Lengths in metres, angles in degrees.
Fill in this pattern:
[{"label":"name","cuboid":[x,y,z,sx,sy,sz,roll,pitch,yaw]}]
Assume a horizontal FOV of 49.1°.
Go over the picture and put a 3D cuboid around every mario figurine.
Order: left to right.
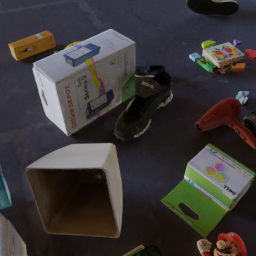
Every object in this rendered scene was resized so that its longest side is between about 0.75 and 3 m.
[{"label":"mario figurine","cuboid":[1.794,2.785,5.734,1.035,0.889,1.677,31,56,25]}]

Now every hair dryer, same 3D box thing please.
[{"label":"hair dryer","cuboid":[3.410,-0.143,8.627,2.639,0.717,2.010,3,48,4]}]

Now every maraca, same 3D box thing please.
[{"label":"maraca","cuboid":[-2.027,-2.764,10.914,1.796,0.961,1.231,-28,73,-27]}]

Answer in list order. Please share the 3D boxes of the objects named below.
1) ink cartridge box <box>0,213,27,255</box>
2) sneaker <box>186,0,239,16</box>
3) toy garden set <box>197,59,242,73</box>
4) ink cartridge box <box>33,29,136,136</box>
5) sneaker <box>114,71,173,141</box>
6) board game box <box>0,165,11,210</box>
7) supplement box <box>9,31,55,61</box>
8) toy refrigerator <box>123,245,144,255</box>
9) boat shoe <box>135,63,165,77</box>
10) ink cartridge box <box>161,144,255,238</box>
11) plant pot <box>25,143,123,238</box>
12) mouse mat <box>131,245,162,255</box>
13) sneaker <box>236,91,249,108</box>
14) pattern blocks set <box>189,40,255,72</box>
[{"label":"ink cartridge box","cuboid":[-3.146,2.937,4.935,2.410,1.760,1.768,-16,49,-13]},{"label":"sneaker","cuboid":[4.324,-6.761,14.594,2.653,1.109,1.602,8,51,-4]},{"label":"toy garden set","cuboid":[3.767,-2.643,11.284,1.455,0.290,1.213,-19,49,-17]},{"label":"ink cartridge box","cuboid":[-1.218,-1.471,8.877,2.977,2.163,1.302,-33,55,-27]},{"label":"sneaker","cuboid":[0.506,-0.863,8.865,0.989,1.347,2.978,27,52,24]},{"label":"board game box","cuboid":[-4.175,1.264,6.173,2.581,1.948,0.606,-14,31,-21]},{"label":"supplement box","cuboid":[-4.057,-3.525,11.911,1.809,0.602,0.622,-32,54,-28]},{"label":"toy refrigerator","cuboid":[-0.067,2.962,5.896,1.111,0.389,0.422,-22,51,-19]},{"label":"boat shoe","cuboid":[0.748,-2.245,10.801,1.471,0.458,0.549,7,49,8]},{"label":"ink cartridge box","cuboid":[2.011,1.501,7.044,1.938,0.734,1.433,-35,56,-30]},{"label":"plant pot","cuboid":[-0.971,1.248,6.510,1.788,1.786,1.583,-2,25,15]},{"label":"mouse mat","cuboid":[0.343,3.479,5.353,1.574,0.074,1.956,-21,61,-19]},{"label":"sneaker","cuboid":[3.941,-0.979,9.716,0.393,0.354,0.911,12,38,20]},{"label":"pattern blocks set","cuboid":[3.878,-2.990,11.327,2.519,0.204,2.215,-31,54,-24]}]
